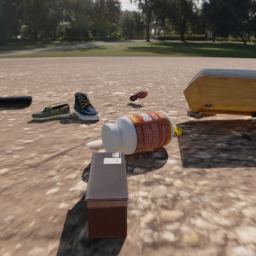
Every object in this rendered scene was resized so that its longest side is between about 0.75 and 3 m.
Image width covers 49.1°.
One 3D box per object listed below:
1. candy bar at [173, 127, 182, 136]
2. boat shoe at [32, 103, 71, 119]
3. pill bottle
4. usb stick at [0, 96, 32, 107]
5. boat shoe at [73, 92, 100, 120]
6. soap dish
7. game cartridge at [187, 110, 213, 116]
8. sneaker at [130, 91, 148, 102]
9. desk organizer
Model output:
[{"bbox_3d":[0.907,0.032,8.205,1.349,0.149,0.336,6,41,16],"label":"candy bar"},{"bbox_3d":[-2.692,-0.577,9.803,1.399,0.418,0.500,-12,21,-34],"label":"boat shoe"},{"bbox_3d":[0.220,0.125,6.732,1.612,0.905,0.905,-10,20,-29],"label":"pill bottle"},{"bbox_3d":[-5.241,-1.093,11.459,2.557,0.417,0.709,-3,18,-8],"label":"usb stick"},{"bbox_3d":[-1.516,-0.786,9.875,0.601,0.771,1.699,-11,20,-31],"label":"boat shoe"},{"bbox_3d":[3.372,-1.048,8.883,2.845,1.155,2.238,4,-5,-1],"label":"soap dish"},{"bbox_3d":[2.703,-0.595,10.261,0.938,0.180,0.608,-8,23,-32],"label":"game cartridge"},{"bbox_3d":[0.459,-1.418,12.042,0.837,0.337,0.313,-15,23,24],"label":"sneaker"},{"bbox_3d":[-0.319,0.972,4.487,0.585,0.628,1.632,-1,17,-3],"label":"desk organizer"}]
